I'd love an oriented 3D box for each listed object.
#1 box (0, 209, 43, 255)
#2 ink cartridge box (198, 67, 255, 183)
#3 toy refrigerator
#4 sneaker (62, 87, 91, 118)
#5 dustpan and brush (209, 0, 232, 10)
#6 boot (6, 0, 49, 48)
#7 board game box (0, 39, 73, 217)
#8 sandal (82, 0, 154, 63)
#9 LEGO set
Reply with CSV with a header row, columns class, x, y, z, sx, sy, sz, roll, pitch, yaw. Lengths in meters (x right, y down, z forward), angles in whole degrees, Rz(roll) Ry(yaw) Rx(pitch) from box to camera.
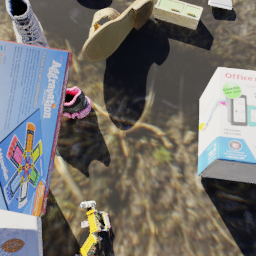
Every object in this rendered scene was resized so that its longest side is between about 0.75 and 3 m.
class,x,y,z,sx,sy,sz,roll,pitch,yaw
box,-3.046,2.023,6.034,2.202,1.538,2.892,-4,68,-16
ink cartridge box,2.791,-0.011,6.953,1.702,1.695,2.321,6,68,2
toy refrigerator,1.625,-3.752,9.083,1.445,0.505,0.548,20,70,7
sneaker,-2.166,-0.699,7.595,2.230,1.064,0.881,-10,71,-2
dustpan and brush,3.165,-4.465,9.515,0.785,0.322,1.125,13,76,1
boot,-2.982,-2.774,8.286,0.972,1.263,2.643,-26,71,-10
board game box,-2.015,-0.014,5.067,1.535,0.290,2.982,11,91,3
sandal,-0.559,-3.185,8.623,1.029,1.147,3.127,36,65,20
LEGO set,-0.808,2.532,6.710,0.698,0.565,1.518,-8,70,34
